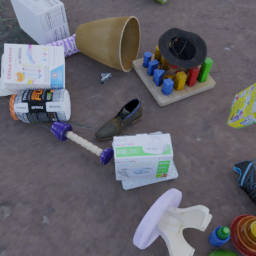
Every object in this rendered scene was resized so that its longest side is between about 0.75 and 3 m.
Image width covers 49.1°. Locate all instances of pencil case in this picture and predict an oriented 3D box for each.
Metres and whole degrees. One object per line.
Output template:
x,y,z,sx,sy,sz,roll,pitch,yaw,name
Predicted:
-3.328,-3.930,13.687,2.212,0.928,0.946,-23,75,-16,pencil case

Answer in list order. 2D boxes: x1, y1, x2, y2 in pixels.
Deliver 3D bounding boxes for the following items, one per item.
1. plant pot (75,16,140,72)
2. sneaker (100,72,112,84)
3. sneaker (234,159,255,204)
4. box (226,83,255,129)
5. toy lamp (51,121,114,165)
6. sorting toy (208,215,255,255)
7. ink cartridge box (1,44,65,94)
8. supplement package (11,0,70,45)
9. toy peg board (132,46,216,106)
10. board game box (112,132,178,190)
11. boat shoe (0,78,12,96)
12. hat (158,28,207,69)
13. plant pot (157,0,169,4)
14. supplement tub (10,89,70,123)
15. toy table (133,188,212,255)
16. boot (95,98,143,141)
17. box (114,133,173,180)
-1.042,-4.058,13.064,2.611,2.433,2.433,15,56,19,plant pot
-1.158,-2.342,13.016,0.455,0.295,0.787,27,49,23,sneaker
4.304,2.110,9.696,0.888,0.793,2.167,-10,48,11,sneaker
3.504,-0.641,8.045,0.449,1.858,1.090,23,75,-7,box
-1.819,0.509,10.724,2.620,0.763,0.763,27,59,19,toy lamp
3.277,3.597,8.317,1.664,1.136,2.769,35,62,22,sorting toy
-3.965,-2.354,11.625,2.597,1.626,1.669,-1,82,-12,ink cartridge box
-4.427,-5.619,14.157,1.490,2.093,2.688,-36,62,-22,supplement package
2.093,-2.856,12.609,2.873,1.411,2.885,-20,58,-16,toy peg board
0.594,1.202,10.526,2.027,0.262,2.027,-12,56,-8,board game box
-4.999,-2.026,12.638,2.327,0.719,0.847,-27,93,-11,boat shoe
2.254,-3.227,12.069,2.138,0.863,2.138,3,68,-8,hat
1.810,-8.200,16.467,1.528,1.528,1.633,-32,83,-20,plant pot
-3.505,-0.884,11.333,2.169,1.329,1.329,-3,55,-2,supplement tub
1.424,2.952,8.308,1.418,2.226,2.422,25,43,28,toy table
-0.372,-0.394,11.124,2.269,1.100,0.847,-32,61,-20,boot
0.476,0.990,9.516,1.861,1.642,0.900,-2,56,-2,box
